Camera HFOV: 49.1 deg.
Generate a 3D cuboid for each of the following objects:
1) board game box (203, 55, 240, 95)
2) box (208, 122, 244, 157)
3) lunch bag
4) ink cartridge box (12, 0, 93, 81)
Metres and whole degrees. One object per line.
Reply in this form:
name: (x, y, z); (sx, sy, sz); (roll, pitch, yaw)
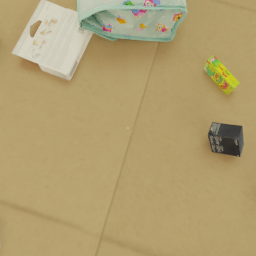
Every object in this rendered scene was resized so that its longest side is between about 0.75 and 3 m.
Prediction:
board game box: (2.677, -1.522, 8.090); (0.258, 0.551, 1.085); (-37, 80, -8)
box: (2.575, 0.305, 7.329); (0.769, 0.845, 0.440); (10, 58, 32)
lunch bag: (-0.018, -3.951, 8.026); (2.982, 1.818, 2.540); (-2, 78, -6)
ink cartridge box: (-2.165, -2.662, 8.401); (1.782, 0.452, 2.023); (22, 77, 4)
